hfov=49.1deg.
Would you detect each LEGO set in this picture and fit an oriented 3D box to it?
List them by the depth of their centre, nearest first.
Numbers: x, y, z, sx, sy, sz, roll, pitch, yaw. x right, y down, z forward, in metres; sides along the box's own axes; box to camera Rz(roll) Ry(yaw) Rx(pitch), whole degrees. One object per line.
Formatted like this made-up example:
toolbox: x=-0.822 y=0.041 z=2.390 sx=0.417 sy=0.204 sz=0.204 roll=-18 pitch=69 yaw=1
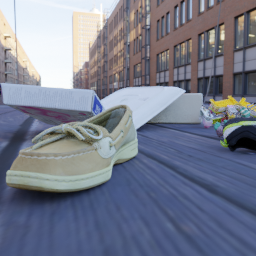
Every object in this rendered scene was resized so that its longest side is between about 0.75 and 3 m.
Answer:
LEGO set: x=3.614 y=-0.307 z=9.304 sx=2.660 sy=0.990 sz=1.223 roll=4 pitch=40 yaw=-3

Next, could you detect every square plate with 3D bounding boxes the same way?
square plate: x=-0.047 y=-0.799 z=9.465 sx=2.929 sy=0.421 sz=2.957 roll=5 pitch=32 yaw=44

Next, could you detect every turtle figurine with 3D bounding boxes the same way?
turtle figurine: x=2.873 y=-0.114 z=6.465 sx=1.155 sy=0.777 sz=1.542 roll=12 pitch=-19 yaw=-40

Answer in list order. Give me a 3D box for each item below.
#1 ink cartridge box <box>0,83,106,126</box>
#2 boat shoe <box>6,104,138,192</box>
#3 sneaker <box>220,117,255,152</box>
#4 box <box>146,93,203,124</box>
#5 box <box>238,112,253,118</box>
ink cartridge box: x=-1.865 y=-0.450 z=6.957 sx=2.591 sy=0.561 sz=2.544 roll=5 pitch=-9 yaw=6
boat shoe: x=-0.496 y=0.136 z=3.592 sx=0.963 sy=0.831 sz=2.640 roll=2 pitch=6 yaw=22
sneaker: x=2.433 y=0.197 z=4.885 sx=1.567 sy=0.649 sz=0.562 roll=-3 pitch=-40 yaw=17
box: x=1.427 y=-0.790 z=11.110 sx=2.904 sy=1.129 sz=1.379 roll=1 pitch=6 yaw=10
box: x=6.170 y=-0.577 z=13.050 sx=1.924 sy=0.347 sz=1.375 roll=4 pitch=6 yaw=20
